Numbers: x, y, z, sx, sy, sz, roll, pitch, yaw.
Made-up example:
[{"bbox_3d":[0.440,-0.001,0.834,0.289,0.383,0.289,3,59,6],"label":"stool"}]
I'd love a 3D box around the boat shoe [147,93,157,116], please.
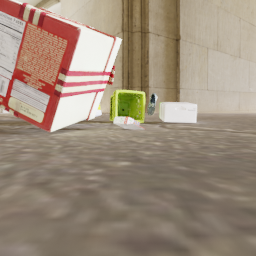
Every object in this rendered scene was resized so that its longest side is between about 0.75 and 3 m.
[{"bbox_3d":[0.948,-0.951,11.208,0.340,0.934,0.288,11,-10,16],"label":"boat shoe"}]

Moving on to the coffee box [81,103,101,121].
[{"bbox_3d":[-1.999,-0.963,9.900,1.410,1.397,1.412,-12,-2,43],"label":"coffee box"}]

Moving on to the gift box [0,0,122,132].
[{"bbox_3d":[-2.080,-1.509,7.316,2.745,2.975,2.778,30,19,10],"label":"gift box"}]

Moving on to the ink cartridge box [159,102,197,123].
[{"bbox_3d":[2.033,-0.676,11.666,1.309,0.756,1.799,1,7,2],"label":"ink cartridge box"}]

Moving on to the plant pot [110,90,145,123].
[{"bbox_3d":[-0.100,-0.816,11.434,1.263,1.269,1.152,3,-4,-21],"label":"plant pot"}]

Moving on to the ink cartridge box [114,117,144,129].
[{"bbox_3d":[0.053,-0.136,7.614,0.461,0.213,0.845,25,-15,-40],"label":"ink cartridge box"}]
